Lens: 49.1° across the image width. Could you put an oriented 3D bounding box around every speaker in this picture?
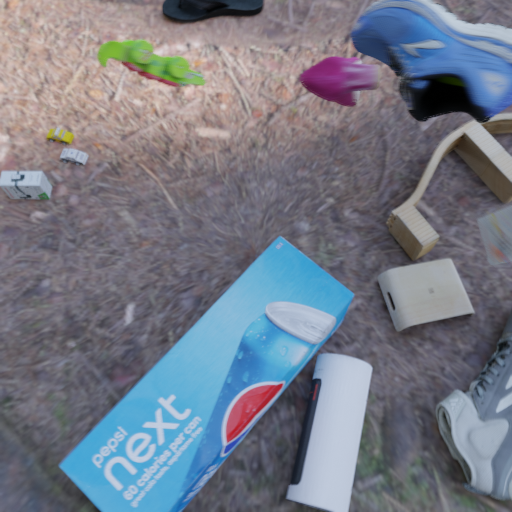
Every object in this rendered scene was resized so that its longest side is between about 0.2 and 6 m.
[{"bbox_3d":[1.213,2.808,8.992,0.960,0.960,2.365,13,68,6],"label":"speaker"}]

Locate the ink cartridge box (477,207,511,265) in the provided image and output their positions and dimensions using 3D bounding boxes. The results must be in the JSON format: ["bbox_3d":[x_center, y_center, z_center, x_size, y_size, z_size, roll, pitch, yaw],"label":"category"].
[{"bbox_3d":[3.710,-0.328,7.764,0.713,0.986,0.716,-12,83,-9],"label":"ink cartridge box"}]

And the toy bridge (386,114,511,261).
[{"bbox_3d":[4.674,-1.890,11.158,5.102,0.694,1.715,-31,69,-12],"label":"toy bridge"}]

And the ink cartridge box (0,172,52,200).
[{"bbox_3d":[-4.521,-1.379,11.000,0.800,0.586,0.332,0,67,1],"label":"ink cartridge box"}]

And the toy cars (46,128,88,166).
[{"bbox_3d":[-3.933,-2.293,11.570,0.520,0.257,1.160,-33,71,-13],"label":"toy cars"}]

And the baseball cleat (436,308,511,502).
[{"bbox_3d":[3.972,2.104,9.162,1.845,1.208,3.466,11,66,4],"label":"baseball cleat"}]

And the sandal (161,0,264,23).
[{"bbox_3d":[-1.018,-5.990,12.987,2.403,0.575,0.903,-7,67,-3],"label":"sandal"}]

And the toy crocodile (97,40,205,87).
[{"bbox_3d":[-1.773,-3.275,9.690,0.655,1.941,0.599,26,102,48],"label":"toy crocodile"}]

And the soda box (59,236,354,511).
[{"bbox_3d":[-0.588,2.056,8.993,1.637,1.548,4.825,39,73,15],"label":"soda box"}]

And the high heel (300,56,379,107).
[{"bbox_3d":[1.070,-2.571,8.330,1.049,2.187,0.736,0,109,-2],"label":"high heel"}]

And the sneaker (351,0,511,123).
[{"bbox_3d":[2.595,-3.022,8.758,1.446,1.274,3.243,-49,49,-1],"label":"sneaker"}]

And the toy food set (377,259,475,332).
[{"bbox_3d":[3.103,0.716,10.227,1.528,0.462,1.096,-10,66,-13],"label":"toy food set"}]
